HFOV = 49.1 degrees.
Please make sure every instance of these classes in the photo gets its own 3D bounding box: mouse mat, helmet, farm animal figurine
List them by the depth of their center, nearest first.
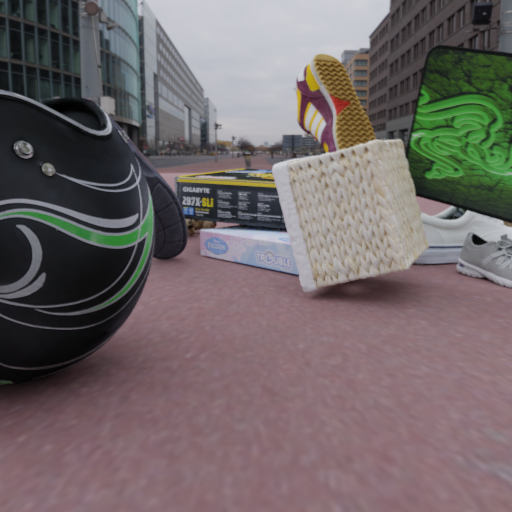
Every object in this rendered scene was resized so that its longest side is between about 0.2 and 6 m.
[{"bbox_3d":[-2.104,-0.209,4.918,2.581,2.581,2.460,6,3,27],"label":"helmet"},{"bbox_3d":[3.400,-1.608,7.712,2.768,2.227,0.104,24,28,37],"label":"mouse mat"},{"bbox_3d":[-1.376,-0.826,13.413,1.449,0.756,1.433,-17,7,-42],"label":"farm animal figurine"}]

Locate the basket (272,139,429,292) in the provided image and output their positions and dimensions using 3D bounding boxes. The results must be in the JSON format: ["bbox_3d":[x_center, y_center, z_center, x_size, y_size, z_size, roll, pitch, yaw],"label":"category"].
[{"bbox_3d":[1.389,-0.659,7.942,1.490,1.852,1.836,-14,5,28],"label":"basket"}]

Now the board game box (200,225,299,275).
[{"bbox_3d":[0.741,-0.259,10.599,2.579,0.562,2.592,-10,15,-43],"label":"board game box"}]

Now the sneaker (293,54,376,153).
[{"bbox_3d":[1.325,-2.286,9.891,0.895,2.388,1.076,-6,-16,-28],"label":"sneaker"}]

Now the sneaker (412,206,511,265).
[{"bbox_3d":[4.049,-0.455,10.333,2.968,1.051,1.084,-4,11,-20],"label":"sneaker"}]

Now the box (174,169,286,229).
[{"bbox_3d":[0.739,-1.199,11.345,3.756,0.927,2.999,7,12,25],"label":"box"}]

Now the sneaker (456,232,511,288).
[{"bbox_3d":[3.830,0.044,8.544,0.674,0.740,1.804,-7,13,-32],"label":"sneaker"}]

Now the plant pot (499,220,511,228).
[{"bbox_3d":[6.196,-0.867,13.932,0.660,0.660,0.605,0,23,1],"label":"plant pot"}]

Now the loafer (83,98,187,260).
[{"bbox_3d":[-2.105,-1.304,9.562,1.138,3.166,0.997,-25,39,6],"label":"loafer"}]
